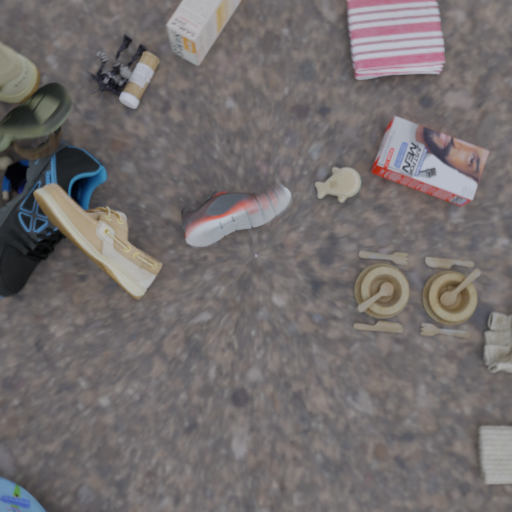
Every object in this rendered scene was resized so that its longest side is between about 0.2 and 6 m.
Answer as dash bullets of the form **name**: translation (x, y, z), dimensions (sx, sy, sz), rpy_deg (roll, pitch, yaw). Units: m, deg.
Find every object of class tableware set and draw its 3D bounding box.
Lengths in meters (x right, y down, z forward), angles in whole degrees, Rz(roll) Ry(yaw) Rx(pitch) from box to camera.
- **tableware set**: translation (2.587, 0.601, 8.950), dimensions (1.985, 0.398, 1.312), rpy_deg (5, 83, 1)

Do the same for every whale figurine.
- **whale figurine**: translation (1.363, -1.158, 9.225), dimensions (0.753, 0.391, 0.599), rpy_deg (-16, 84, 23)

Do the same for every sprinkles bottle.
- **sprinkles bottle**: translation (-1.960, -2.950, 9.407), dimensions (0.316, 0.316, 0.926), rpy_deg (25, 84, 3)

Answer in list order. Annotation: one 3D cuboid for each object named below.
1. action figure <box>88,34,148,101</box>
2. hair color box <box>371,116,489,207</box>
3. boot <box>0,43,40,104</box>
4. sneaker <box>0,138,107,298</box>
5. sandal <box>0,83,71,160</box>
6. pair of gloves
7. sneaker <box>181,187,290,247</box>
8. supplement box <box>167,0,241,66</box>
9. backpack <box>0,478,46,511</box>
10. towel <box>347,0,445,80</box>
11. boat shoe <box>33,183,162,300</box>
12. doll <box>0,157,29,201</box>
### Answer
- **action figure**: translation (-2.338, -3.139, 9.315), dimensions (0.676, 0.581, 1.138), rpy_deg (33, 83, -7)
- **hair color box**: translation (2.819, -1.534, 9.148), dimensions (1.619, 0.517, 0.898), rpy_deg (20, 83, 1)
- **boot**: translation (-5.106, -3.341, 8.451), dimensions (2.965, 2.305, 1.079), rpy_deg (16, 84, 2)
- **sneaker**: translation (-3.287, -0.501, 8.614), dimensions (1.087, 0.972, 2.654), rpy_deg (24, 88, 17)
- **sandal**: translation (-3.357, -1.890, 8.456), dimensions (0.761, 2.666, 1.058), rpy_deg (48, 63, -28)
- **pair of gloves**: translation (4.763, 2.213, 8.714), dimensions (2.453, 0.506, 2.885), rpy_deg (6, 82, 1)
- **sneaker**: translation (-0.362, -0.831, 8.993), dimensions (1.857, 0.715, 0.760), rpy_deg (-21, 66, -12)
- **supplement box**: translation (-0.826, -4.036, 9.227), dimensions (0.543, 0.931, 1.477), rpy_deg (31, 83, 1)
- **backpack**: translation (-3.942, 5.082, 7.385), dimensions (3.413, 2.515, 3.738), rpy_deg (-39, 84, -4)
- **towel**: translation (2.318, -4.051, 9.578), dimensions (1.533, 0.313, 2.095), rpy_deg (-5, 80, -1)
- **boat shoe**: translation (-2.265, -0.329, 8.360), dimensions (0.822, 2.375, 0.876), rpy_deg (-48, 45, -13)
- **doll**: translation (-3.829, -1.191, 9.220), dimensions (1.190, 0.288, 0.812), rpy_deg (45, 84, 4)
